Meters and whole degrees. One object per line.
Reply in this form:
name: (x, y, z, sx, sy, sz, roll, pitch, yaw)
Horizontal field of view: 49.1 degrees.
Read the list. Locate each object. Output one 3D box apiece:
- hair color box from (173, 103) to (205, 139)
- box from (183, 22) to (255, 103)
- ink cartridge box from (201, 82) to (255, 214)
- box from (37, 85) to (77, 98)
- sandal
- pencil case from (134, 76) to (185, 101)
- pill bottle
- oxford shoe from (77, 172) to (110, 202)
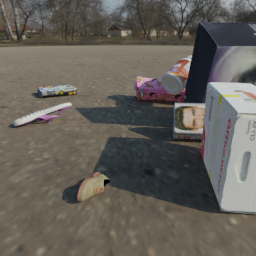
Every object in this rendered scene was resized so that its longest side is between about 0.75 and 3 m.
hair color box: (2.108, -0.170, 7.538, 1.748, 0.865, 0.530, 2, -18, 6)
box: (3.305, -1.491, 8.215, 2.702, 2.724, 1.679, -2, 42, -4)
ink cartridge box: (2.123, 0.221, 5.357, 1.011, 1.760, 2.424, 3, 20, 5)
box: (-3.224, -1.677, 12.688, 1.548, 0.309, 1.060, -10, 22, -25)
sandal: (-2.669, -0.353, 8.940, 1.863, 0.458, 0.758, -21, 11, -19)
pencil case: (1.491, -1.539, 11.312, 2.455, 1.016, 1.062, 6, 56, 14)
pill bottle: (1.990, -1.983, 10.236, 0.888, 0.888, 1.582, 18, 49, 40)
oxford shoe: (-0.614, 1.078, 5.124, 0.331, 0.312, 0.885, 14, 24, 19)
